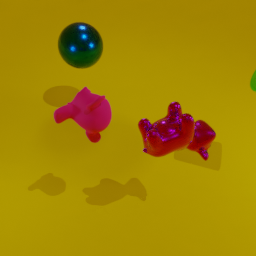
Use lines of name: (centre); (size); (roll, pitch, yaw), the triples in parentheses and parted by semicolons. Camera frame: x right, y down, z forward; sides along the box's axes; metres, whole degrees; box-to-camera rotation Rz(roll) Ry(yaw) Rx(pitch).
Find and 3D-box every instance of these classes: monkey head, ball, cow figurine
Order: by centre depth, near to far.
monkey head: (-0.697, -0.195, 4.527); (0.845, 1.174, 0.708); (-31, 64, -28)
cow figurine: (0.868, 0.186, 4.858); (1.314, 1.293, 0.721); (-27, 44, -6)
ball: (-1.403, -2.442, 8.331); (1.340, 1.340, 1.340); (0, 41, 0)

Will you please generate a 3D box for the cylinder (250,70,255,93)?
cylinder: (3.329, -0.934, 5.684); (1.145, 1.145, 1.145); (33, 44, -8)
